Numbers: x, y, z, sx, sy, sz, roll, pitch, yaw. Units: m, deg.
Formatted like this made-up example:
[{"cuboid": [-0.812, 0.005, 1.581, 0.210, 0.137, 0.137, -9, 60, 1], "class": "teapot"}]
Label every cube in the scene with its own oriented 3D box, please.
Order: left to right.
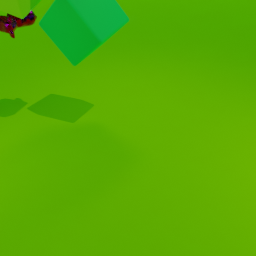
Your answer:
[{"cuboid": [-2.612, -3.261, 6.321, 0.942, 0.942, 0.942, 23, 61, 7], "class": "cube"}, {"cuboid": [-1.095, -2.676, 7.061, 1.366, 1.366, 1.366, -22, 23, 48], "class": "cube"}]

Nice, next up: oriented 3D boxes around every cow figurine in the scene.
[{"cuboid": [-2.777, -2.714, 7.066, 1.036, 0.569, 1.020, -18, 48, -27], "class": "cow figurine"}]
